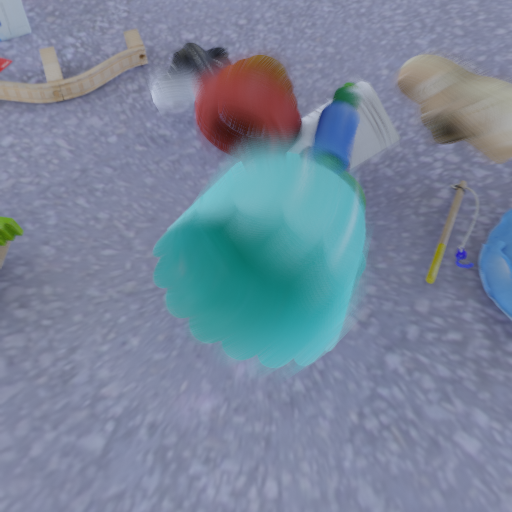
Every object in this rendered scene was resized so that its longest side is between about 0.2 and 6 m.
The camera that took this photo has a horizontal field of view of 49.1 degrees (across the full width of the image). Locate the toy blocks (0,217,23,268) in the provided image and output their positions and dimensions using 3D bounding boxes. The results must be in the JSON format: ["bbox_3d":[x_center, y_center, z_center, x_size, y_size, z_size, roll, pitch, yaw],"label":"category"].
[{"bbox_3d":[-4.982,0.400,7.781,3.041,1.520,2.079,6,64,6],"label":"toy blocks"}]

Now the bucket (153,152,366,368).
[{"bbox_3d":[0.141,0.017,6.467,2.306,2.306,1.500,19,44,14],"label":"bucket"}]

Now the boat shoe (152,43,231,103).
[{"bbox_3d":[-1.077,-3.295,9.911,0.960,0.910,2.746,-1,21,23],"label":"boat shoe"}]

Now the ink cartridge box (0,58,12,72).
[{"bbox_3d":[-5.911,-3.975,11.729,1.033,0.262,1.173,17,54,14],"label":"ink cartridge box"}]

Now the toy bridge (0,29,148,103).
[{"bbox_3d":[-4.100,-3.670,11.319,3.884,0.529,1.305,-17,55,-13],"label":"toy bridge"}]

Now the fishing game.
[{"bbox_3d":[4.906,0.314,8.181,4.508,0.701,3.228,12,53,18],"label":"fishing game"}]

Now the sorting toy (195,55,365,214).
[{"bbox_3d":[0.586,-1.626,7.463,1.775,2.954,1.212,-3,58,44],"label":"sorting toy"}]

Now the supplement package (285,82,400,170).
[{"bbox_3d":[1.199,-1.849,8.890,1.776,1.010,0.973,-30,15,12],"label":"supplement package"}]

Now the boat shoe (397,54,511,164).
[{"bbox_3d":[2.802,-2.161,8.137,0.920,1.017,2.853,-49,32,9],"label":"boat shoe"}]

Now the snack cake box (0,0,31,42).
[{"bbox_3d":[-6.084,-6.209,12.676,0.868,1.486,2.585,-25,56,-18],"label":"snack cake box"}]
